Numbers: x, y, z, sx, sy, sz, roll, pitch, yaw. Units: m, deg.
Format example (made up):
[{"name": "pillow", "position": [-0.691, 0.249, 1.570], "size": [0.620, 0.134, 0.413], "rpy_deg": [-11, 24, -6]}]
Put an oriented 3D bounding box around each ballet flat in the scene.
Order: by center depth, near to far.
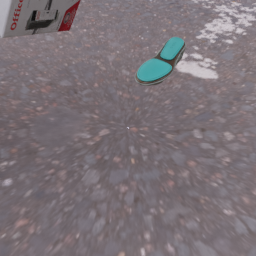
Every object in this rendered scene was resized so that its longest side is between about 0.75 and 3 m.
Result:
[{"name": "ballet flat", "position": [0.668, -1.174, 5.471], "size": [0.563, 0.533, 1.672], "rpy_deg": [27, 54, 16]}]

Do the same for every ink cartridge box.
[{"name": "ink cartridge box", "position": [-1.755, -2.662, 5.260], "size": [0.900, 1.595, 2.173], "rpy_deg": [34, 31, 6]}]
